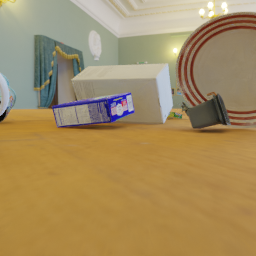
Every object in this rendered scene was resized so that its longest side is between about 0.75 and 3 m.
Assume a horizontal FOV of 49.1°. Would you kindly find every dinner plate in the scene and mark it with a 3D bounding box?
[{"bbox_3d":[2.424,-1.165,6.147,2.782,2.782,0.337,2,39,27],"label":"dinner plate"}]

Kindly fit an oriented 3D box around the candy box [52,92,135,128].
[{"bbox_3d":[-0.861,-0.466,7.224,1.624,0.626,1.373,-4,11,26],"label":"candy box"}]

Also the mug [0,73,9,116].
[{"bbox_3d":[-2.427,-0.521,3.895,1.485,1.302,1.097,4,23,-4],"label":"mug"}]

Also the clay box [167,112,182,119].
[{"bbox_3d":[1.770,-0.531,11.714,0.513,0.213,0.893,12,-2,-36],"label":"clay box"}]

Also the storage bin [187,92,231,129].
[{"bbox_3d":[1.740,-0.335,6.100,0.713,0.773,1.062,-18,-8,22],"label":"storage bin"}]

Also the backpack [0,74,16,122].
[{"bbox_3d":[-4.429,-1.041,8.701,1.780,1.340,1.580,32,-44,-14],"label":"backpack"}]

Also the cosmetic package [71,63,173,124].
[{"bbox_3d":[-0.159,-1.095,8.859,2.866,1.542,1.216,4,34,23],"label":"cosmetic package"}]

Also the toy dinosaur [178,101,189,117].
[{"bbox_3d":[2.515,-0.554,10.972,0.611,0.460,1.195,-13,47,-36],"label":"toy dinosaur"}]
